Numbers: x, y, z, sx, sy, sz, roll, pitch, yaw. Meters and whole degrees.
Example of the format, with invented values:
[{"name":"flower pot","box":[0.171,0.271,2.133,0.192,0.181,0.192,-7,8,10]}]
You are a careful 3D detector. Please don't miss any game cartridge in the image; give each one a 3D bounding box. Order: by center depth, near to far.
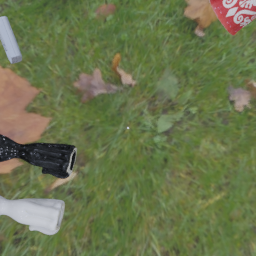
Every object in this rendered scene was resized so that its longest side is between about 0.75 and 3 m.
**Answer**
[{"name":"game cartridge","box":[-2.962,-2.134,6.949,0.322,1.552,1.034,-27,113,-17]}]

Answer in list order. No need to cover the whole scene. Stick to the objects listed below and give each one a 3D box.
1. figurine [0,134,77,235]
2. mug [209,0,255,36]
[{"name":"figurine","box":[-1.596,0.825,4.217,1.369,0.604,1.404,11,85,-2]},{"name":"mug","box":[2.395,-2.684,5.413,1.457,1.293,0.972,-30,66,36]}]
